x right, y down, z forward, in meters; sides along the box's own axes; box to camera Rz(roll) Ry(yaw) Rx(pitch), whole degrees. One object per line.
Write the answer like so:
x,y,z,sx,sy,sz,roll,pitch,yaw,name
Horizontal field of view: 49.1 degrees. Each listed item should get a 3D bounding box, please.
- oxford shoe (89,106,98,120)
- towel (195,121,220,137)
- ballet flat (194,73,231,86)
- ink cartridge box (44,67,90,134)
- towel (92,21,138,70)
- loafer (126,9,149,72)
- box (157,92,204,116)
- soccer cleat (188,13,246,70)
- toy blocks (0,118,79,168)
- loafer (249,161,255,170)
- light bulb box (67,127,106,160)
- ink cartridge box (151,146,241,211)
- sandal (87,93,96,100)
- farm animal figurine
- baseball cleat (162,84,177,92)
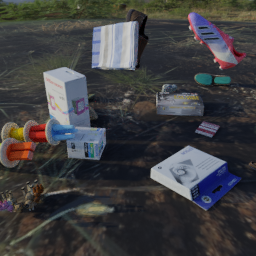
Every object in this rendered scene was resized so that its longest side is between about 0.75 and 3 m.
-1.949,-0.755,12.470,0.718,0.676,1.920,12,19,-33,oxford shoe
3.212,0.055,11.288,0.711,0.112,0.987,18,34,28,towel
4.887,-2.766,16.274,2.077,0.707,0.698,10,8,7,ballet flat
-2.366,-1.021,10.940,0.979,2.313,1.672,-22,35,-36,ink cartridge box
-0.616,-3.419,11.825,2.591,1.903,0.308,11,12,40,towel
0.392,-3.720,12.119,0.928,2.614,0.954,12,28,24,loafer
2.387,-1.158,13.167,2.100,0.508,1.663,2,27,5,box
3.170,-3.220,10.047,1.005,2.630,0.877,-28,30,36,soccer cleat
-3.132,0.451,9.110,2.611,0.948,2.176,-4,25,18,toy blocks
4.327,1.180,8.875,0.911,0.323,0.333,9,29,17,loafer
-1.417,0.510,9.758,1.107,0.691,1.097,4,28,7,light bulb box
2.055,1.367,8.427,1.992,0.405,1.996,-24,36,-38,ink cartridge box
-2.544,-1.775,14.323,1.889,0.539,0.750,13,30,24,sandal
-2.783,1.908,7.297,1.196,0.601,0.966,-21,15,-29,farm animal figurine
2.067,-2.069,15.081,0.736,0.482,1.383,14,20,37,baseball cleat
